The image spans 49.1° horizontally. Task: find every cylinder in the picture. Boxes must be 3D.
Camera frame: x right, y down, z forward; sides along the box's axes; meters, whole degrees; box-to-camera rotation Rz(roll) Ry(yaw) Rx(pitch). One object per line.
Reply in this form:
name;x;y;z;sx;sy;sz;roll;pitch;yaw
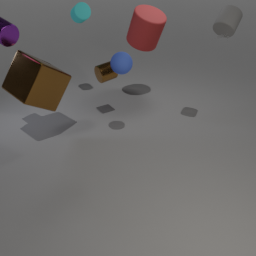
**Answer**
cylinder;3.145;-3.359;8.845;0.700;0.700;0.700;21;77;33
cylinder;-3.793;-2.918;8.465;0.700;0.700;0.700;33;41;21
cylinder;-0.868;-2.211;11.076;0.700;0.700;0.700;-25;37;-23
cylinder;0.765;-4.251;11.961;1.400;1.400;1.400;9;50;-11
cylinder;-1.987;-4.814;11.721;0.700;0.700;0.700;-14;13;-23

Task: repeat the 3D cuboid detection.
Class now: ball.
ball;-0.203;-2.039;8.807;0.700;0.700;0.700;0;29;0

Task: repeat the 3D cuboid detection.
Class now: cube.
cube;-3.079;-1.566;9.489;1.400;1.400;1.400;31;9;30
